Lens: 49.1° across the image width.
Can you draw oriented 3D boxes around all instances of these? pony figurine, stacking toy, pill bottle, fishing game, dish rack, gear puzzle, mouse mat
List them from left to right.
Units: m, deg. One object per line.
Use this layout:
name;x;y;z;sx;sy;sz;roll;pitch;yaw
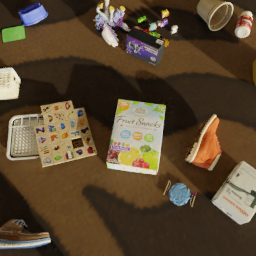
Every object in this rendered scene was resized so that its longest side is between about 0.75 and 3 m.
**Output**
mouse mat;-5.498;-4.516;13.464;1.110;0.042;0.893;-13;67;-7
dish rack;-3.875;0.381;11.055;1.608;0.408;1.873;-4;66;-3
pony figurine;-0.784;-4.934;12.905;1.773;1.837;1.530;38;63;-1
gear puzzle;0.976;-4.240;13.211;1.984;0.260;1.028;22;68;10
stacking toy;1.440;-4.960;13.498;1.657;0.389;1.249;-20;65;-7
fishing game;1.894;2.444;10.264;1.124;0.175;0.805;17;69;12
pill bottle;5.520;-4.950;13.306;0.672;0.672;1.191;18;67;8

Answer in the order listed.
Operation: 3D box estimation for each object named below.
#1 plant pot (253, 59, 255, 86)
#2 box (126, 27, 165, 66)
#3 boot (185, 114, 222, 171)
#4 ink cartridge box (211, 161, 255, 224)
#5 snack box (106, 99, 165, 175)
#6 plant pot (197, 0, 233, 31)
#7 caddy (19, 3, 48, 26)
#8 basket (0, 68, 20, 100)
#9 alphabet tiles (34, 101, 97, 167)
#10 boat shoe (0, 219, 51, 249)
plant pot;6.172;-2.282;11.725;1.508;1.498;1.542;13;72;6
box;0.755;-3.589;12.434;1.597;1.127;0.630;28;67;13
boot;3.179;0.551;10.826;1.182;0.827;2.204;27;75;6
ink cartridge box;4.064;2.297;9.995;1.312;0.743;1.789;37;71;15
snack box;0.342;0.309;10.905;1.932;0.720;2.717;8;66;4
plant pot;4.030;-5.591;13.348;1.383;1.383;1.266;-27;57;-11
caddy;-4.556;-5.422;13.515;1.367;0.717;0.966;-32;47;-13
basket;-5.419;-1.787;11.688;1.540;1.044;0.950;-7;68;-3
alphabet tiles;-2.561;0.114;11.051;2.104;0.095;2.518;-12;69;-17
boat shoe;-3.843;3.532;9.367;2.508;0.906;0.908;-2;64;-1
